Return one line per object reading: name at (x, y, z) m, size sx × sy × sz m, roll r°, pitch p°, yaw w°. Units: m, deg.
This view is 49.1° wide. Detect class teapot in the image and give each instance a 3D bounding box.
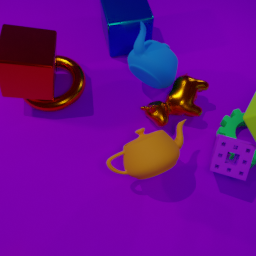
teapot at (0.652, -1.680, 6.949) m, size 1.297 × 2.086 × 1.021 m, roll 29°, pitch 83°, yaw 40°
teapot at (0.482, 0.442, 5.873) m, size 1.960 × 1.219 × 0.960 m, roll -23°, pitch 93°, yaw -11°

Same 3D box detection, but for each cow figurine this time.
cow figurine at (1.138, -0.704, 7.015) m, size 1.473 × 0.822 × 1.497 m, roll 16°, pitch 89°, yaw -6°

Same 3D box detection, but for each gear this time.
gear at (3.000, 0.230, 6.915) m, size 1.513 × 0.280 × 1.513 m, roll 0°, pitch 62°, yaw 0°

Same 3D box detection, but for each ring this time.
ring at (-2.054, -1.249, 7.641) m, size 1.808 × 0.362 × 1.808 m, roll 0°, pitch 63°, yaw 0°

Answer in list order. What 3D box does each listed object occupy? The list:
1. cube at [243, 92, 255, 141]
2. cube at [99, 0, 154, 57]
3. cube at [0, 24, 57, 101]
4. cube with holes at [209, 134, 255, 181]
cube at (2.962, -0.171, 5.075) m, size 1.094 × 1.094 × 1.094 m, roll 55°, pitch 49°, yaw -14°
cube at (-0.058, -3.000, 8.009) m, size 1.255 × 1.255 × 1.255 m, roll -12°, pitch 64°, yaw -6°
cube at (-2.406, -1.562, 6.820) m, size 1.247 × 1.247 × 1.247 m, roll 3°, pitch 57°, yaw -13°
cube with holes at (2.168, 0.591, 5.913) m, size 0.713 × 0.713 × 0.713 m, roll 15°, pitch 98°, yaw 13°
